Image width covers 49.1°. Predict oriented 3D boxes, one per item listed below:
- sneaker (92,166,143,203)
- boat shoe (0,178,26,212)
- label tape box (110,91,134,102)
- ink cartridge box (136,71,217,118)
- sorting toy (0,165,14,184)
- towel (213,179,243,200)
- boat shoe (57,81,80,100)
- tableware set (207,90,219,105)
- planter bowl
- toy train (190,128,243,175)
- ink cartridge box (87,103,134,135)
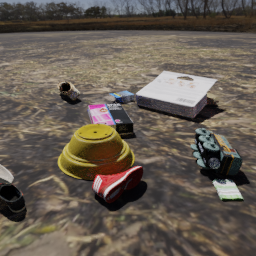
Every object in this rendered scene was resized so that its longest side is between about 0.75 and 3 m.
[{"bbox_3d":[-0.312,1.272,7.242,0.843,0.572,1.460,21,30,36],"label":"sneaker"},{"bbox_3d":[-2.918,1.484,6.698,1.314,0.412,0.481,28,44,32],"label":"boat shoe"},{"bbox_3d":[-0.311,-1.515,13.685,1.002,0.317,0.723,-15,28,-30],"label":"label tape box"},{"bbox_3d":[2.257,-1.636,12.925,2.916,0.652,2.569,18,43,34],"label":"ink cartridge box"},{"bbox_3d":[-3.967,1.245,6.832,1.914,1.136,2.126,24,31,6],"label":"sorting toy"},{"bbox_3d":[2.534,1.561,7.127,0.563,0.116,0.754,-1,25,0],"label":"towel"},{"bbox_3d":[-3.094,-2.035,14.046,0.721,0.677,1.957,-51,44,-8],"label":"boat shoe"},{"bbox_3d":[3.227,-1.271,13.151,1.755,0.352,1.160,-8,37,-4],"label":"tableware set"},{"bbox_3d":[-0.962,0.504,8.437,2.338,0.974,2.338,0,25,0],"label":"planter bowl"},{"bbox_3d":[2.589,0.668,8.372,1.129,0.845,1.982,12,22,-3],"label":"toy train"},{"bbox_3d":[-0.805,-0.487,11.244,1.390,0.544,2.935,-6,23,-13],"label":"ink cartridge box"}]
